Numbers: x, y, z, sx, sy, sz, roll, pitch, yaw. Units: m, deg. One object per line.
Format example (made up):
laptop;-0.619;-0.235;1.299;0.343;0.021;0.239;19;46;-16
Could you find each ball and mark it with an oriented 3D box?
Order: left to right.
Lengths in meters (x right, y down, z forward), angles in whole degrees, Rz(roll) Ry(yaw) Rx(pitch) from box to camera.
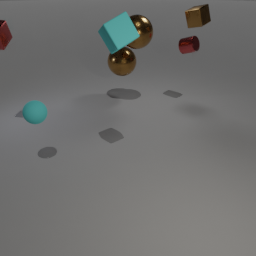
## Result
ball;-2.729;-0.461;8.226;0.700;0.700;0.700;0;28;0
ball;-0.291;-3.214;13.516;1.400;1.400;1.400;0;28;0
ball;0.379;-4.097;11.974;1.400;1.400;1.400;0;28;0

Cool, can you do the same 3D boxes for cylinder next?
cylinder;2.746;-3.728;12.593;0.700;0.700;0.700;2;23;44

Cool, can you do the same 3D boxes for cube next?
cube;-4.452;-3.152;9.405;0.700;0.700;0.700;9;57;6
cube;-0.251;-2.450;7.270;0.700;0.700;0.700;-35;14;-12
cube;2.846;-4.544;11.392;0.700;0.700;0.700;12;40;45
